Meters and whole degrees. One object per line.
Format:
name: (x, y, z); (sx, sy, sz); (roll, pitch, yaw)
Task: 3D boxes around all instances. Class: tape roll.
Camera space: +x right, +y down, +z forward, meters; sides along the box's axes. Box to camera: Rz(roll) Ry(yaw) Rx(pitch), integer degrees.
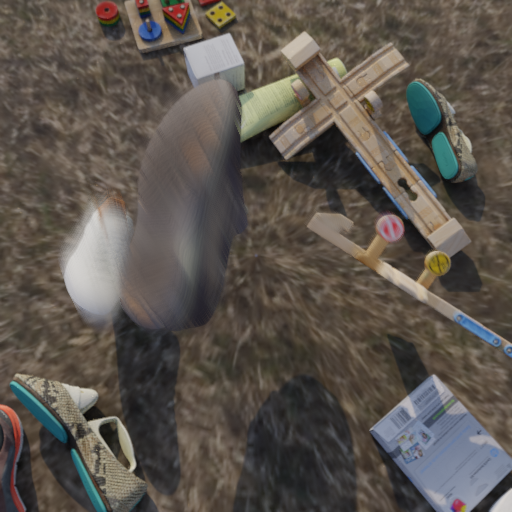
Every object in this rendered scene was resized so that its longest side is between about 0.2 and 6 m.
tape roll: (3.729, 3.628, 6.705); (1.894, 0.662, 1.894); (-2, 53, 2)

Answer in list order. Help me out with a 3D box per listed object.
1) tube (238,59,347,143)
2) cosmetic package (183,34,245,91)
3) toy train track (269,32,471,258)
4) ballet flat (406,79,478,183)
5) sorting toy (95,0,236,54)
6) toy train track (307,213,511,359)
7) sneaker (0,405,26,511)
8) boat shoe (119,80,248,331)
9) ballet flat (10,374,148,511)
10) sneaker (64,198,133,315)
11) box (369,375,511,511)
tube: (0.421, -2.615, 9.417); (2.303, 0.598, 0.668); (-25, 29, -6)
cosmetic package: (-0.702, -3.174, 9.511); (0.839, 0.692, 0.692); (-21, 72, -7)
toy train track: (1.782, -1.751, 8.581); (2.419, 0.686, 4.217); (-37, 83, 7)
ballet flat: (3.094, -2.060, 9.214); (0.705, 0.635, 1.873); (-12, 73, -29)
sorting toy: (-1.624, -4.394, 10.125); (2.437, 0.412, 1.175); (-16, 70, -6)
toy train track: (2.530, 0.507, 6.775); (4.139, 2.374, 0.673); (33, 96, 3)
sneaker: (-3.456, 3.098, 6.977); (0.953, 1.012, 2.472); (-14, 70, -5)
boat shoe: (-0.755, -0.598, 6.944); (1.172, 1.154, 3.148); (7, 77, 36)
ballet flat: (-2.279, 2.364, 7.488); (0.877, 0.790, 2.330); (-33, 77, -35)
sneaker: (-2.099, -0.110, 7.641); (0.732, 0.851, 2.011); (19, 32, -25)
box: (2.492, 2.580, 7.551); (1.190, 0.314, 1.526); (-38, 73, -12)
